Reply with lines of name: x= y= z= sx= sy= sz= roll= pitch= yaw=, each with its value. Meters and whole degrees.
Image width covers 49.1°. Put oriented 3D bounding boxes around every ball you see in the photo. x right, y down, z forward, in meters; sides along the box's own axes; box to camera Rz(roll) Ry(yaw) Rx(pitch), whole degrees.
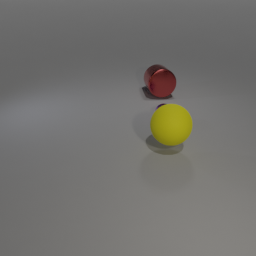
ball: x=1.443 y=-0.108 z=9.368 sx=1.400 sy=1.400 sz=1.400 roll=0 pitch=28 yaw=0

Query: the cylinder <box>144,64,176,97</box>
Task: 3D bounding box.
cylinder: x=1.593 y=-2.407 z=14.183 sx=1.400 sy=1.400 sz=1.400 roll=-3 pitch=23 yaw=-6

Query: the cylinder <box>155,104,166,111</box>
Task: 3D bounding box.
cylinder: x=1.508 y=-0.570 z=11.664 sx=0.700 sy=0.700 sz=0.700 roll=0 pitch=28 yaw=-1
